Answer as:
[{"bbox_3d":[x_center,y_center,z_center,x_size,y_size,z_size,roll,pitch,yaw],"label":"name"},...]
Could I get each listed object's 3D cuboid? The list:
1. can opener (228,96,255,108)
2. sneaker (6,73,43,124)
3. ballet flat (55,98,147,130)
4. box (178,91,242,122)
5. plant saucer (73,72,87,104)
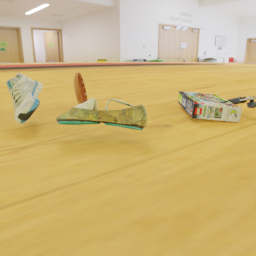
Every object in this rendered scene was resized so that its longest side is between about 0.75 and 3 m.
[{"bbox_3d":[3.401,-0.740,8.403,0.305,0.382,1.144,-4,-2,-19],"label":"can opener"},{"bbox_3d":[-2.748,-0.819,7.116,0.848,0.734,1.957,40,15,-31],"label":"sneaker"},{"bbox_3d":[-0.556,-0.326,6.024,1.948,0.689,0.689,4,16,3],"label":"ballet flat"},{"bbox_3d":[2.389,-0.712,8.624,1.325,0.418,2.407,5,16,-1],"label":"box"},{"bbox_3d":[-1.526,-1.180,8.971,0.190,1.176,1.176,-11,15,3],"label":"plant saucer"}]
